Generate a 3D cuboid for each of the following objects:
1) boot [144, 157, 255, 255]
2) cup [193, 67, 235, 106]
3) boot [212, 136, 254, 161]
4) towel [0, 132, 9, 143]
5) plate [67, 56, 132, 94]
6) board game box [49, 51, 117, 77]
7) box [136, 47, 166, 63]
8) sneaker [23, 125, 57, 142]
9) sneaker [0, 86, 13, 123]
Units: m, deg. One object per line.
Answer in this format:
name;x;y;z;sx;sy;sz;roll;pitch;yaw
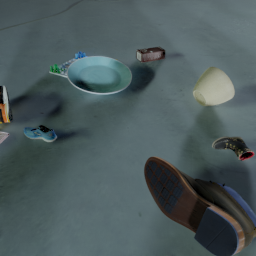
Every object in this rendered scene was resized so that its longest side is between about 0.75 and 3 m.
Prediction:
boot;1.507;1.532;6.028;1.309;1.009;2.702;6;26;-40
cup;2.894;-1.329;9.926;0.979;1.368;1.368;-35;44;-10
boot;2.954;0.581;7.861;0.992;0.363;0.747;-3;34;-15
towel;-4.094;0.333;8.409;0.754;0.122;0.720;8;36;12
plate;-1.147;-2.103;11.412;2.640;0.337;2.640;5;44;-5
board game box;-1.985;-2.854;12.819;2.333;0.302;2.333;18;39;23
box;1.123;-3.614;13.762;1.309;0.491;0.656;-13;36;-20
sneaker;-2.658;0.076;8.459;1.063;0.478;0.417;8;36;12
sneaker;-4.526;-0.832;9.545;0.926;0.720;2.059;-12;39;-21
